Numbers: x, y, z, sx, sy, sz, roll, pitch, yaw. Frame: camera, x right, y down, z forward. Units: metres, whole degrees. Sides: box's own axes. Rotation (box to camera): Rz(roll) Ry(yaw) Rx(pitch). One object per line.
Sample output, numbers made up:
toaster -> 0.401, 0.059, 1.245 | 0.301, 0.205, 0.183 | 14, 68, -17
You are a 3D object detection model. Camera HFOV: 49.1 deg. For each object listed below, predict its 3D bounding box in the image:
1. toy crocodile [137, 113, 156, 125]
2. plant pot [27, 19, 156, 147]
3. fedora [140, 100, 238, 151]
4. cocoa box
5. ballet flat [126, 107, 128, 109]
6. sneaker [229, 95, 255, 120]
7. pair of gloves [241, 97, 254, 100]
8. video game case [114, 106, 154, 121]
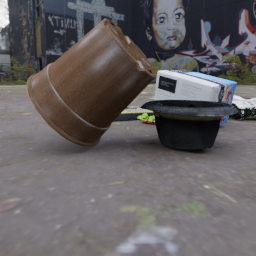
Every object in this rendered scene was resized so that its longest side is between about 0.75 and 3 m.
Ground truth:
toy crocodile -> 0.924, -0.316, 11.202 | 1.266, 0.391, 0.427 | 7, -27, 36
plant pot -> -0.806, -1.262, 7.347 | 2.521, 2.547, 2.547 | -40, -1, 19
fedora -> 1.618, -0.091, 7.762 | 2.711, 1.238, 2.711 | 0, 11, 0
cocoa box -> 2.470, -1.174, 10.679 | 1.654, 1.681, 2.520 | -15, 30, -40
ballet flat -> -0.440, -1.300, 13.938 | 0.617, 0.617, 1.716 | -4, 9, -19
sneaker -> 5.247, -0.719, 12.189 | 2.845, 1.076, 1.247 | 7, 31, 35
pair of gloves -> 6.407, -1.549, 16.962 | 2.534, 0.523, 2.980 | 13, 19, 36
video game case -> -0.246, -0.702, 13.137 | 2.678, 0.342, 2.421 | -3, 11, -19
